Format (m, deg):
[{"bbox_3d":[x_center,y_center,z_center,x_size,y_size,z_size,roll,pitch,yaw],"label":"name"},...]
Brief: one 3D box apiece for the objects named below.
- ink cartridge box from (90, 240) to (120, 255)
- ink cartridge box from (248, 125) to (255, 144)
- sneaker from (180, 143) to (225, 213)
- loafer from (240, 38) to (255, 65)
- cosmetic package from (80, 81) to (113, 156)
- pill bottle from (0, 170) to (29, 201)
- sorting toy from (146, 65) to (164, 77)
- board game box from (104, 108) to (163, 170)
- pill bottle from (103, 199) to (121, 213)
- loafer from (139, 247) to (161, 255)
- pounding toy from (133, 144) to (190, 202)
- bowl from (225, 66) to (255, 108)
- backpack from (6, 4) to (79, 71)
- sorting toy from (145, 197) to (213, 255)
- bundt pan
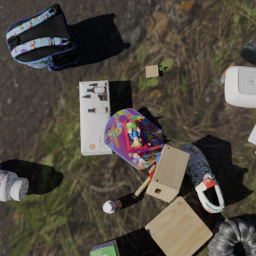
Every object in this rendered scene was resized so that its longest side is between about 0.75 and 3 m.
[{"bbox_3d":[-0.548,4.908,9.236,0.851,1.475,2.019,-15,75,-5],"label":"ink cartridge box"},{"bbox_3d":[6.488,-0.171,10.374,2.923,0.593,2.917,26,76,21],"label":"ink cartridge box"},{"bbox_3d":[2.764,1.754,10.186,0.972,1.291,2.761,-20,76,-5],"label":"sneaker"},{"bbox_3d":[6.084,-2.842,11.632,2.697,0.982,0.975,38,74,8],"label":"loafer"},{"bbox_3d":[-1.272,-0.412,11.069,1.187,0.728,2.877,-4,75,0],"label":"cosmetic package"},{"bbox_3d":[-4.742,2.061,10.218,1.966,1.069,1.069,11,75,3],"label":"pill bottle"},{"bbox_3d":[1.148,-2.412,11.889,0.757,0.111,0.560,-4,70,9],"label":"sorting toy"},{"bbox_3d":[0.336,0.317,10.628,2.425,0.472,1.916,38,66,-6],"label":"board game box"},{"bbox_3d":[-0.582,2.831,10.112,0.441,0.796,0.441,-3,81,21],"label":"pill bottle"},{"bbox_3d":[1.136,5.155,9.518,0.823,0.805,2.255,-28,77,-7],"label":"loafer"},{"bbox_3d":[1.161,1.775,10.105,1.330,1.871,1.723,21,62,6],"label":"pounding toy"},{"bbox_3d":[4.949,-1.762,11.486,1.747,0.652,1.745,7,76,0],"label":"bowl"},{"bbox_3d":[-3.454,-3.426,11.383,2.493,1.677,2.276,-23,76,-7],"label":"backpack"},{"bbox_3d":[1.778,3.666,10.031,1.706,0.594,1.696,-38,79,-10],"label":"sorting toy"},{"bbox_3d":[3.927,4.236,9.788,2.092,0.785,2.092,0,75,-1],"label":"bundt pan"}]
